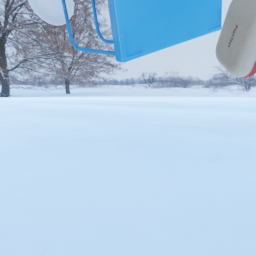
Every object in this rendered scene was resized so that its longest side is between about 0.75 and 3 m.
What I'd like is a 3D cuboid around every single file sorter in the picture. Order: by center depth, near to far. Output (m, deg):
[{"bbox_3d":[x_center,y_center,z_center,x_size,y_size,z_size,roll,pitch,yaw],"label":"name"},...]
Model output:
[{"bbox_3d":[0.299,-2.627,5.288,2.783,1.931,1.707,-27,33,-33],"label":"file sorter"}]

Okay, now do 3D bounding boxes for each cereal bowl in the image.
[{"bbox_3d":[-2.248,-3.868,8.412,1.449,1.449,0.603,5,52,31],"label":"cereal bowl"}]

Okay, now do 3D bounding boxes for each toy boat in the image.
[{"bbox_3d":[3.722,-2.728,7.947,1.661,2.541,1.658,-8,45,-16],"label":"toy boat"}]
